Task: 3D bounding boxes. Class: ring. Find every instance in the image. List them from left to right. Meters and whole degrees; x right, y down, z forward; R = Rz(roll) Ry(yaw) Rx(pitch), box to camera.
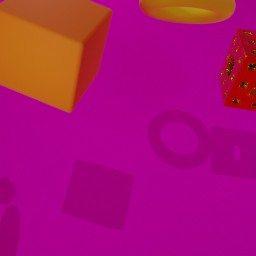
[{"bbox_3d":[1.158,-2.436,5.599,1.871,1.871,0.374,6,101,2],"label":"ring"}]

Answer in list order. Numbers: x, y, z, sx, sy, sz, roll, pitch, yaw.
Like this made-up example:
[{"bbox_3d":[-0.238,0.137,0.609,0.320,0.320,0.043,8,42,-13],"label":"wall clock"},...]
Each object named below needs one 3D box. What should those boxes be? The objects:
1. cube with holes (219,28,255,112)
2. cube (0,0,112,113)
[{"bbox_3d":[2.886,-1.246,6.192,1.263,1.263,1.263,10,44,2],"label":"cube with holes"},{"bbox_3d":[-1.215,-1.350,4.660,1.353,1.353,1.353,22,45,0],"label":"cube"}]
